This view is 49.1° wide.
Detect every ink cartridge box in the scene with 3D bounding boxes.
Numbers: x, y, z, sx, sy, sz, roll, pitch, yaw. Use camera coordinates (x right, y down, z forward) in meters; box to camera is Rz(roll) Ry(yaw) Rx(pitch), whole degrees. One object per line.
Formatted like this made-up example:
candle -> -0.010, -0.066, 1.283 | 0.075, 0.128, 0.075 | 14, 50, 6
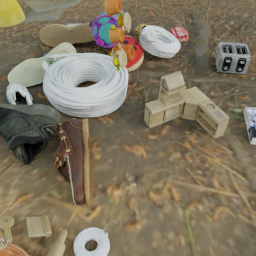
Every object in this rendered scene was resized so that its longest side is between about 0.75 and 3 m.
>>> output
ink cartridge box -> 4.501, -0.032, 8.785 | 1.459, 0.317, 1.446 | 7, 46, 5

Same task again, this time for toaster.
toaster -> 4.131, -2.791, 11.102 | 1.171, 0.768, 1.295 | 7, 46, 5

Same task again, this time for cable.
cable -> -0.809, 2.636, 6.249 | 0.803, 0.278, 0.803 | -8, 47, -8
cable -> -1.442, -1.538, 9.750 | 2.917, 1.010, 2.917 | -8, 47, -10
cable -> 1.315, -3.575, 11.642 | 1.740, 0.602, 1.740 | 26, 41, -6

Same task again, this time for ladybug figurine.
ladybug figurine -> -0.085, -3.060, 11.350 | 1.454, 0.771, 2.142 | 2, 46, 2

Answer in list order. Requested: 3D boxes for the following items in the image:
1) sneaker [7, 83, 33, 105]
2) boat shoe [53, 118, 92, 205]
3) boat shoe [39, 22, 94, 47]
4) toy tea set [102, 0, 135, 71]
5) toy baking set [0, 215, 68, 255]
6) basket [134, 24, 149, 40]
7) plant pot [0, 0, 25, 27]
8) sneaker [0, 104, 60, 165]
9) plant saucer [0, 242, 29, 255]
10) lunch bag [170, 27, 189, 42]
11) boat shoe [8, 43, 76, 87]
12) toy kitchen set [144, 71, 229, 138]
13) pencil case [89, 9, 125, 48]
sneaker -> -3.577, -1.023, 9.296 | 0.796, 0.920, 2.124 | -26, 51, -20
boat shoe -> -1.480, 0.841, 7.497 | 1.017, 1.018, 2.891 | -4, 39, -9
boat shoe -> -2.509, -4.139, 12.332 | 2.757, 0.991, 0.893 | -3, 20, 13
toy tea set -> -0.390, -2.733, 8.221 | 0.752, 2.031, 1.208 | 2, 21, 23
toy baking set -> -2.382, 2.704, 5.640 | 2.008, 0.304, 2.616 | 8, 25, -2
basket -> 0.726, -4.359, 12.730 | 0.604, 0.579, 0.811 | 24, 51, 22
plant pot -> -6.122, -5.958, 13.800 | 1.749, 1.242, 1.749 | 0, 47, 0
sneaker -> -3.367, 0.162, 8.035 | 2.756, 1.054, 1.579 | 2, 63, 20
plant saucer -> -2.834, 3.390, 5.439 | 2.232, 0.418, 2.232 | -1, 46, 1
lunch bag -> 2.286, -4.253, 12.804 | 0.795, 0.370, 0.902 | -11, 46, -4
boat shoe -> -3.234, -2.294, 10.708 | 2.708, 0.972, 0.916 | -34, 11, -18
toy kitchen set -> 1.746, -0.567, 8.412 | 1.927, 1.572, 1.739 | -20, 50, -18
pencil case -> -0.735, -4.296, 11.754 | 1.234, 1.340, 2.901 | 40, 25, -15
